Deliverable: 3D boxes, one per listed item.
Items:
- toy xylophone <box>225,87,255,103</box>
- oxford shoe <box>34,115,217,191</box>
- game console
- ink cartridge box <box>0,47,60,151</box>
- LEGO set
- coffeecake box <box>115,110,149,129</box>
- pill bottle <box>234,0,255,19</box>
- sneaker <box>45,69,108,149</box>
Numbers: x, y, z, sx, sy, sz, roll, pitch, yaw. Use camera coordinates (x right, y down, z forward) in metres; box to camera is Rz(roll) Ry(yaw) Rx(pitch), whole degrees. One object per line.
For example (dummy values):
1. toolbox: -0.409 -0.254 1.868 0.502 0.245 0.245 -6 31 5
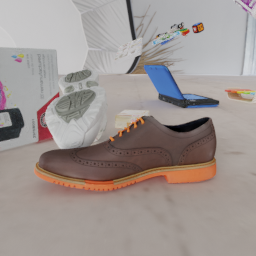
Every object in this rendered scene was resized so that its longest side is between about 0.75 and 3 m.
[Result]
1. toy xylophone: 5.539 -1.496 12.693 1.597 0.548 2.181 -5 14 -24
2. oxford shoe: 0.013 0.274 4.095 2.668 0.968 0.950 -3 13 -14
3. game console: 2.162 -1.839 11.770 2.379 1.649 2.787 -4 14 -14
4. ink cartridge box: -2.762 -0.564 5.482 1.125 1.980 2.717 10 17 37
5. LEGO set: 0.587 -1.585 5.276 1.631 0.400 1.218 -19 26 14
6. coffeecake box: 0.135 -0.247 7.716 0.748 0.356 0.974 3 13 14
7. pill bottle: 2.731 -2.949 6.304 0.531 0.531 0.946 -12 57 -42
8. sneaker: -0.787 -0.183 5.503 1.076 1.372 2.762 -13 29 4
